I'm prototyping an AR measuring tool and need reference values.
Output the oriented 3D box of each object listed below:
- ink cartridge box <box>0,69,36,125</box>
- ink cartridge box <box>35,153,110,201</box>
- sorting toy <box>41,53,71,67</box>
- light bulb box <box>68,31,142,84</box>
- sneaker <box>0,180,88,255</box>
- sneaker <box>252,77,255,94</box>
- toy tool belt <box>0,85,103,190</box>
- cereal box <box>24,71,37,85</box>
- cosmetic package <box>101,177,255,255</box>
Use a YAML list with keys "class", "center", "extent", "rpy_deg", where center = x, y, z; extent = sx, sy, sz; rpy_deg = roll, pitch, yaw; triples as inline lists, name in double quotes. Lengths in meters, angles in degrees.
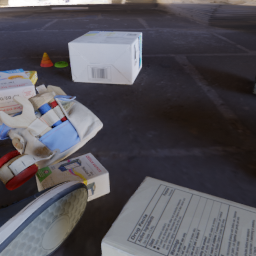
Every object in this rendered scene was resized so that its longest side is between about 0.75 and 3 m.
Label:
- class: "ink cartridge box"
  center: [-3.510, -0.992, 8.238]
  extent: [1.364, 0.804, 2.369]
  rpy_deg: [-15, 32, -25]
- class: "ink cartridge box"
  center: [-1.102, 1.066, 5.585]
  extent: [1.236, 0.541, 0.898]
  rpy_deg: [-15, 30, -27]
- class: "sorting toy"
  center: [-3.329, -3.272, 13.368]
  extent: [1.816, 0.625, 0.630]
  rpy_deg: [3, 29, 8]
- class: "light bulb box"
  center: [-0.814, -3.090, 11.974]
  extent: [2.576, 1.622, 2.599]
  rpy_deg: [5, 29, 10]
- class: "sneaker"
  center: [-2.290, 1.398, 4.339]
  extent: [2.185, 1.150, 3.023]
  rpy_deg: [23, 38, 31]
- class: "sneaker"
  center: [5.512, -1.707, 10.349]
  extent: [1.527, 0.879, 2.928]
  rpy_deg: [13, 36, 22]
- class: "toy tool belt"
  center: [-1.961, -0.016, 6.081]
  extent: [1.707, 1.734, 2.778]
  rpy_deg: [51, 34, 2]
- class: "cereal box"
  center: [-4.736, -1.840, 10.983]
  extent: [2.042, 0.404, 1.469]
  rpy_deg: [-3, 29, -5]
- class: "cosmetic package"
  center: [1.252, 1.817, 3.478]
  extent: [2.849, 1.243, 1.473]
  rpy_deg: [14, 31, 23]
